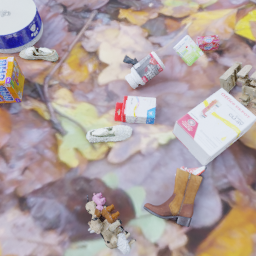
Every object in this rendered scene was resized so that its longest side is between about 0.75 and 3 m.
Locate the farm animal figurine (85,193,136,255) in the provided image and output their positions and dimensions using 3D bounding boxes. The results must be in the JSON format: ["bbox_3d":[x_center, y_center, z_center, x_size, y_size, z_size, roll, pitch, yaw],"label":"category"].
[{"bbox_3d":[-0.776,3.082,8.925,0.982,1.884,1.863,-34,95,-19],"label":"farm animal figurine"}]

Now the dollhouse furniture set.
[{"bbox_3d":[4.873,-1.904,11.407,1.184,1.563,1.783,-42,43,-18],"label":"dollhouse furniture set"}]

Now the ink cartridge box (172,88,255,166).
[{"bbox_3d":[3.262,-0.090,10.682,2.508,1.046,1.820,-35,67,-17],"label":"ink cartridge box"}]

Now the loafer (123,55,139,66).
[{"bbox_3d":[0.288,-2.976,12.482,1.001,0.364,0.362,15,97,-9],"label":"loafer"}]

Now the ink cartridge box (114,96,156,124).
[{"bbox_3d":[0.276,-0.739,11.310,1.645,0.553,0.956,4,62,3],"label":"ink cartridge box"}]

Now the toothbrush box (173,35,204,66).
[{"bbox_3d":[2.172,-2.786,10.107,0.639,0.378,0.877,-42,99,8],"label":"toothbrush box"}]

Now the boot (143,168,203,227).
[{"bbox_3d":[1.532,2.218,9.501,1.701,0.618,1.806,16,75,7],"label":"boot"}]

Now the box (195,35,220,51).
[{"bbox_3d":[3.700,-3.952,13.057,1.000,0.499,0.478,-6,62,-3],"label":"box"}]

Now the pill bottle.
[{"bbox_3d":[0.686,-2.378,11.760,1.593,0.882,0.882,-37,65,10],"label":"pill bottle"}]

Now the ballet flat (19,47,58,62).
[{"bbox_3d":[-4.083,-3.451,12.747,1.852,0.577,0.624,6,62,3],"label":"ballet flat"}]

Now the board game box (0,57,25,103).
[{"bbox_3d":[-5.187,-1.947,11.503,1.345,1.346,1.344,-3,62,-2],"label":"board game box"}]

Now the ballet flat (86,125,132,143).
[{"bbox_3d":[-0.705,0.208,10.796,1.824,0.655,0.655,-10,62,-6],"label":"ballet flat"}]

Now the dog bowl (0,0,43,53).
[{"bbox_3d":[-5.601,-4.983,13.245,2.894,1.140,2.894,0,62,0],"label":"dog bowl"}]

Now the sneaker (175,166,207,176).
[{"bbox_3d":[2.269,1.568,10.181,1.151,0.384,0.617,-33,69,-13],"label":"sneaker"}]
